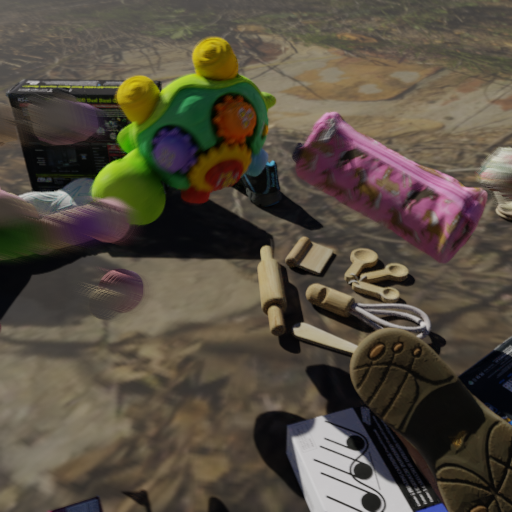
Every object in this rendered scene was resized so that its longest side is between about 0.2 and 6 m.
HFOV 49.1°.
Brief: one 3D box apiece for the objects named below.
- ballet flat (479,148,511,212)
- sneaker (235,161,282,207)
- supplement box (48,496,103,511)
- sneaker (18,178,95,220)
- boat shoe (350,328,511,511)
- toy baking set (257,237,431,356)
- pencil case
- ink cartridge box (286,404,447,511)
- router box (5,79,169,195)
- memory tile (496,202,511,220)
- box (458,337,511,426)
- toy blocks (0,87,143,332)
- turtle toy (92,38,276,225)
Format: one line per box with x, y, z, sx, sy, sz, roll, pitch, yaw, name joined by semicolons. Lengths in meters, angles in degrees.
3.062;-0.620;6.292;1.636;0.523;0.619;35;35;-28;ballet flat
-0.189;-1.928;11.893;0.841;0.940;2.296;-22;40;-28;sneaker
-1.904;2.801;5.334;0.968;0.633;0.499;-11;36;-17;supplement box
-3.648;-0.773;10.339;0.951;0.834;2.373;29;43;31;sneaker
2.073;1.908;5.498;1.028;0.965;2.857;-41;74;7;boat shoe
1.285;0.594;8.730;2.539;0.385;3.308;0;35;0;toy baking set
1.614;-0.867;6.885;2.385;0.987;1.032;36;17;24;pencil case
1.259;2.664;5.603;1.166;0.549;2.481;-11;36;-13;ink cartridge box
-3.304;-2.414;11.486;2.914;2.184;0.905;1;35;1;router box
5.974;-0.709;10.797;2.245;0.189;1.721;-10;36;-13;memory tile
3.602;1.969;6.505;2.834;0.652;2.252;-24;41;-30;box
-2.335;-0.298;5.867;2.049;2.192;1.845;-13;6;-1;toy blocks
-0.922;-1.381;7.314;2.709;1.975;1.369;-27;67;2;turtle toy
